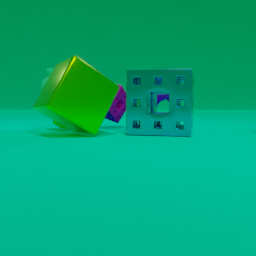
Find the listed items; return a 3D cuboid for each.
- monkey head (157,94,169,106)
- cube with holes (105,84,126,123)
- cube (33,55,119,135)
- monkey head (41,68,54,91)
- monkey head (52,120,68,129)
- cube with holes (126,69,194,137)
[{"bbox_3d":[1.420,-1.391,11.164,1.191,1.656,0.998,32,16,-11],"label":"monkey head"},{"bbox_3d":[-0.490,-0.694,7.326,0.720,0.720,0.720,21,-20,31],"label":"cube with holes"},{"bbox_3d":[-0.989,-0.570,5.267,1.028,1.028,1.028,32,-14,-28],"label":"cube"},{"bbox_3d":[-1.532,-0.969,6.571,0.975,0.817,1.356,2,14,-11],"label":"monkey head"},{"bbox_3d":[-1.495,-0.309,6.759,0.783,0.656,1.088,8,0,44],"label":"monkey head"},{"bbox_3d":[0.698,-0.508,5.705,1.208,1.208,1.208,1,5,14],"label":"cube with holes"}]
